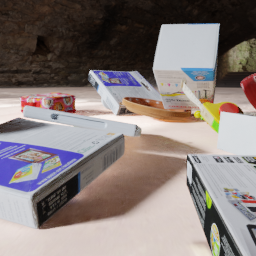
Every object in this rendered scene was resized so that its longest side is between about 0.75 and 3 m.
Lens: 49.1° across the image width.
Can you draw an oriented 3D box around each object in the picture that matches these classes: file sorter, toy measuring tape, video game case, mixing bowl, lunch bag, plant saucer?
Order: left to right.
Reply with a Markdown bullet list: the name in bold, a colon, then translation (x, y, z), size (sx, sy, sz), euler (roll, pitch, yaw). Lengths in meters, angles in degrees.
- **lunch bag**: translation (-3.517, -1.020, 11.929), size (2.227, 0.913, 1.962), euler (8, 13, 38)
- **video game case**: translation (-0.830, -0.094, 6.482), size (2.231, 0.281, 2.452), euler (10, 0, 5)
- **plant saucer**: translation (1.080, -0.736, 10.775), size (2.666, 0.430, 2.666), euler (9, 12, -2)
- **toy measuring tape**: translation (2.340, -0.573, 7.447), size (0.873, 0.873, 2.373), euler (-7, 50, -33)
- **toy measuring tape**: translation (3.304, -0.466, 9.487), size (2.106, 0.775, 0.775), euler (1, 10, 7)
- **file sorter**: translation (2.607, 0.141, 5.869), size (0.748, 0.834, 1.202), euler (-1, 10, -25)
- **mixing bowl**: translation (6.089, -1.377, 11.495), size (2.623, 1.421, 2.623), euler (-2, -12, 0)

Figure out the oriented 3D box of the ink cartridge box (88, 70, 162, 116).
- **ink cartridge box**: translation (-0.011, -1.708, 12.988), size (2.828, 0.614, 2.802), euler (-8, 45, -35)

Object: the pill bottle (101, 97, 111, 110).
- **pill bottle**: translation (-0.842, -1.433, 14.040), size (0.982, 0.982, 1.792), euler (-1, 10, -3)

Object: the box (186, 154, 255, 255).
- **box**: translation (1.537, 0.870, 2.683), size (1.570, 0.495, 2.853), euler (1, 10, 4)

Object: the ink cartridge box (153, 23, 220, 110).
- **ink cartridge box**: translation (2.088, -1.986, 9.681), size (1.877, 1.845, 2.550), euler (5, -23, 18)

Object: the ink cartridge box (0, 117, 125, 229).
- **ink cartridge box**: translation (-1.563, 0.438, 4.278), size (2.340, 0.508, 2.318), euler (9, 19, 22)
